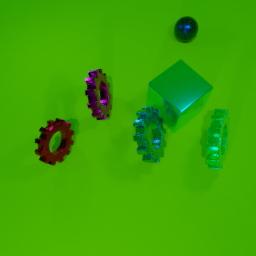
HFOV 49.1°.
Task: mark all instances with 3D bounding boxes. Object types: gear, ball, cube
[{"bbox_3d":[2.505,0.306,7.735,0.308,1.665,1.665,7,63,27],"label":"gear"},{"bbox_3d":[2.080,-3.546,10.028,0.867,0.867,0.867,0,65,0],"label":"ball"},{"bbox_3d":[-2.047,0.389,7.921,0.243,1.315,1.315,15,64,28],"label":"gear"},{"bbox_3d":[1.503,-0.947,8.542,1.352,1.352,1.352,-38,70,-16],"label":"cube"},{"bbox_3d":[0.646,0.190,7.918,0.290,1.569,1.569,-7,61,30],"label":"gear"},{"bbox_3d":[-0.859,-1.005,8.460,0.280,1.513,1.513,-5,64,15],"label":"gear"}]
